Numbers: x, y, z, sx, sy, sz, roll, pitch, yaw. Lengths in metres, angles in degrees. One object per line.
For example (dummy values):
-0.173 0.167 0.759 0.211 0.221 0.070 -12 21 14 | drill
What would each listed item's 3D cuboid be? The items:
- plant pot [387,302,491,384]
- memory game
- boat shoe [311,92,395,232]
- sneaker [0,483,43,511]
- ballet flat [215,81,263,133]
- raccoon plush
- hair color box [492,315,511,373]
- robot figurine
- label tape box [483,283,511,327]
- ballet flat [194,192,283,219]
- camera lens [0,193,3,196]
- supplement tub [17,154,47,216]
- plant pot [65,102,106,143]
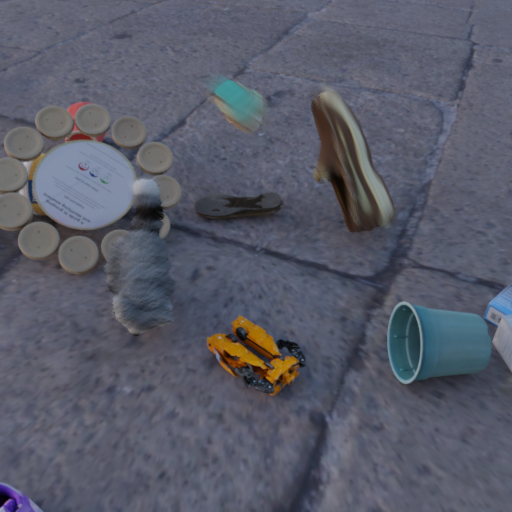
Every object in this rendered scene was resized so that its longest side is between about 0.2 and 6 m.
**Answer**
2.987 1.410 9.119 1.276 1.303 1.303 2 39 -10 | plant pot
-3.543 -1.482 11.796 3.956 0.252 3.956 5 69 -13 | memory game
1.753 -1.971 11.828 1.172 1.170 3.167 -22 77 -10 | boat shoe
-2.821 3.434 6.837 2.063 0.912 0.830 22 43 23 | sneaker
-0.241 -3.009 11.563 0.856 0.793 2.429 -34 32 7 | ballet flat
-2.065 0.075 9.678 1.257 2.598 1.741 -10 16 -11 | raccoon plush
4.452 1.665 9.158 0.415 0.677 1.368 -6 40 -7 | hair color box
0.022 1.677 9.308 1.192 0.479 1.644 -32 48 -33 | robot figurine
4.982 0.946 10.232 1.361 0.450 0.975 -28 48 -33 | label tape box
-0.393 -1.104 12.785 2.010 0.466 0.677 -5 62 3 | ballet flat
-5.877 -1.489 12.728 0.746 0.933 0.746 34 31 -24 | camera lens
-4.363 -1.559 12.516 1.916 1.386 1.386 4 40 5 | supplement tub
-4.574 -3.307 14.944 1.193 1.193 1.055 -2 50 -3 | plant pot
